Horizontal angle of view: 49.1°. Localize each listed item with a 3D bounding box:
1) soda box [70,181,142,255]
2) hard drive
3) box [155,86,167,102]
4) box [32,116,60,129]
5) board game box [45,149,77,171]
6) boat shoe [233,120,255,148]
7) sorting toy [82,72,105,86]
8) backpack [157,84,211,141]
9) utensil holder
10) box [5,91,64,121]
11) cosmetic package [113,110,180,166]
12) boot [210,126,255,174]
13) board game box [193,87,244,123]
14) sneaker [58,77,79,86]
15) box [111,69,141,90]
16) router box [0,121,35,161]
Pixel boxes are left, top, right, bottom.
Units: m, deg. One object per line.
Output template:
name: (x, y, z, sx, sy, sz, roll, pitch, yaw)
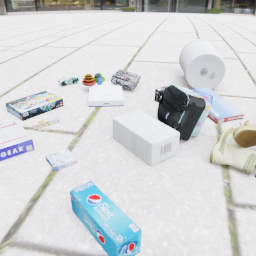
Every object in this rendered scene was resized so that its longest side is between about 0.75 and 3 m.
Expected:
soda box: (-0.626, 2.293, 7.052, 0.711, 0.752, 2.216, -20, 35, -32)
hard drive: (-1.183, -1.853, 14.931, 1.776, 0.341, 2.692, -2, 29, -4)
box: (1.769, -1.744, 14.430, 0.789, 0.646, 0.340, -21, 36, -34)
box: (-3.538, -0.231, 12.130, 1.169, 0.242, 0.226, -17, 34, -29)
board game box: (-2.340, 1.092, 9.802, 0.833, 0.182, 0.837, -18, 34, -30)
boat shoe: (4.203, 0.195, 9.549, 2.216, 0.812, 0.694, 10, 41, -39)
sorting toy: (-1.857, -2.837, 15.651, 0.967, 0.661, 1.610, 16, 32, 29)
backpack: (2.140, -0.701, 11.319, 1.650, 1.892, 2.152, 8, 23, -27)
utensil holder: (4.235, -3.668, 16.226, 2.320, 2.320, 2.730, 2, 31, 4)
box: (-4.488, -1.132, 13.550, 1.526, 0.421, 2.234, 24, 37, 37)
cosmetic package: (0.601, 0.270, 10.491, 1.361, 0.979, 2.412, -18, 33, -30)
boot: (3.923, 0.750, 9.840, 1.535, 0.715, 1.984, 17, 42, 30)
board game box: (4.068, -1.166, 13.485, 1.442, 0.272, 2.801, -9, 37, -18)
sneaker: (-3.590, -2.891, 16.675, 1.202, 0.467, 0.841, -17, 34, -28)
box: (-0.089, -2.823, 16.101, 1.382, 0.436, 1.753, 20, 27, 4)
router box: (-4.843, 0.541, 10.456, 2.060, 0.503, 1.848, -19, 34, -31)
